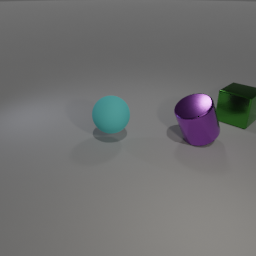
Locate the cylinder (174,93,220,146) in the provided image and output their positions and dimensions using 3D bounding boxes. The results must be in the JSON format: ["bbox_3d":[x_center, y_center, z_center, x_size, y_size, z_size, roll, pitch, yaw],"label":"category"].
[{"bbox_3d":[2.551,-0.306,10.284,1.400,1.400,1.400,-17,39,14],"label":"cylinder"}]

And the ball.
[{"bbox_3d":[-0.626,-0.496,10.354,1.400,1.400,1.400,0,28,0],"label":"ball"}]

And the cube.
[{"bbox_3d":[4.770,-0.995,12.052,1.400,1.400,1.400,23,36,36],"label":"cube"}]
